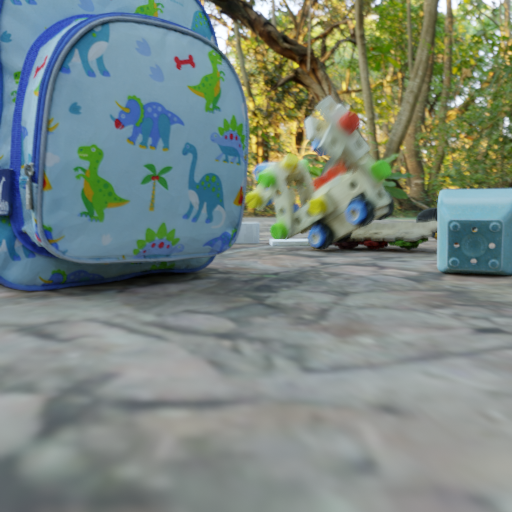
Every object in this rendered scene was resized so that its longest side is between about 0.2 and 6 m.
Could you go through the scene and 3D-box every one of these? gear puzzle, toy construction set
[{"bbox_3d":[2.816,-0.334,10.576,2.804,0.367,1.452,1,15,44],"label":"gear puzzle"},{"bbox_3d":[1.160,-1.337,10.057,1.576,2.242,3.420,-22,-8,-26],"label":"toy construction set"}]

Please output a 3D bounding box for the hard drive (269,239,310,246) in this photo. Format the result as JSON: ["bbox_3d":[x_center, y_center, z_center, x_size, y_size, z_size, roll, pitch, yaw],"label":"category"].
[{"bbox_3d":[0.784,-0.287,12.125,0.943,0.126,0.622,-1,5,-4],"label":"hard drive"}]

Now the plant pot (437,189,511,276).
[{"bbox_3d":[2.655,-0.237,6.741,1.016,1.019,1.038,3,14,26],"label":"plant pot"}]

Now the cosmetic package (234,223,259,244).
[{"bbox_3d":[-0.419,-0.516,12.728,0.968,0.492,0.359,0,5,-13],"label":"cosmetic package"}]

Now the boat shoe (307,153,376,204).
[{"bbox_3d":[2.109,-1.667,12.401,1.070,1.096,2.898,32,38,14],"label":"boat shoe"}]

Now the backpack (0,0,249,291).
[{"bbox_3d":[-1.591,-1.408,6.048,2.462,3.350,3.065,5,6,44],"label":"backpack"}]

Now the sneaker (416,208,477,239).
[{"bbox_3d":[5.083,-0.650,13.815,2.105,0.795,1.211,12,1,29],"label":"sneaker"}]
